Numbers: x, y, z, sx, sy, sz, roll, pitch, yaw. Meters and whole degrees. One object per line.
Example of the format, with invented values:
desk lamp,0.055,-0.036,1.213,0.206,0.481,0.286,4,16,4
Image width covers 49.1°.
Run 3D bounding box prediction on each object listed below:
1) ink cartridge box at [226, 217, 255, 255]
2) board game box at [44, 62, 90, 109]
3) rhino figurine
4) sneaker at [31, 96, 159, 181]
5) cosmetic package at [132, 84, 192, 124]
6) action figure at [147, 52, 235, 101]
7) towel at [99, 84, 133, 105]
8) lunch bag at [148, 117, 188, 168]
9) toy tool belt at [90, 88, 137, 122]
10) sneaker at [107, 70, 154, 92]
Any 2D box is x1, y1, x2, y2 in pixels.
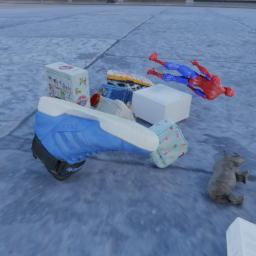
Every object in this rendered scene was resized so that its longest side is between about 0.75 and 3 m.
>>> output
ink cartridge box,1.973,2.027,3.549,1.318,0.410,1.638,24,28,7
board game box,-1.697,-0.833,8.038,1.346,1.825,0.586,25,38,38
rhino figurine,2.167,0.985,5.982,0.734,0.502,1.679,10,36,23
sneaker,-0.841,0.441,5.932,2.901,1.614,1.113,18,7,21
cosmetic package,1.038,-0.733,8.777,1.323,0.814,1.319,-24,38,-38
action figure,1.957,-1.572,8.688,2.795,0.914,0.722,29,42,24
towel,-0.512,-1.025,9.408,1.445,0.806,0.351,19,-1,44
lunch bag,0.834,0.383,6.394,0.896,1.117,0.431,-34,39,-3
toy tool belt,-0.346,-0.335,8.108,1.117,1.135,1.818,30,8,-38
sneaker,0.121,-1.606,10.668,2.082,0.804,0.815,9,23,-19
